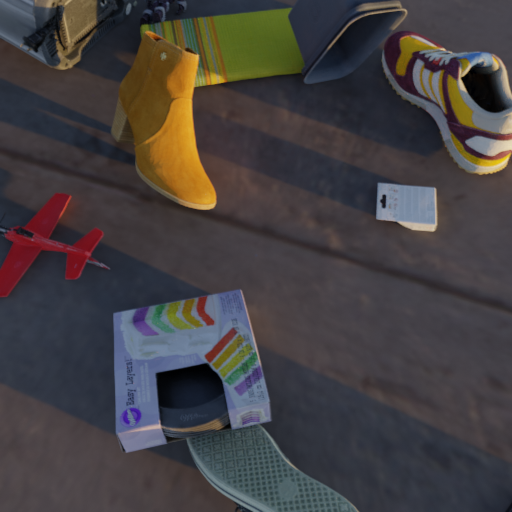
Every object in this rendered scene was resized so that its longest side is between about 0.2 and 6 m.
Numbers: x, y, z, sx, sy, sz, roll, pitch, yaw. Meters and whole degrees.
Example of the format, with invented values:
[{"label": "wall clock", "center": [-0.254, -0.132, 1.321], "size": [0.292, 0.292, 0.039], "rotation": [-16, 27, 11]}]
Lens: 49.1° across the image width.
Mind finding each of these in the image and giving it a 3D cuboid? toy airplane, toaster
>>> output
[{"label": "toy airplane", "center": [-3.194, -0.151, 8.549], "size": [2.019, 0.371, 2.019], "rotation": [0, 61, 1]}, {"label": "toaster", "center": [-3.910, -5.036, 10.457], "size": [2.166, 1.906, 3.354], "rotation": [28, 62, 8]}]

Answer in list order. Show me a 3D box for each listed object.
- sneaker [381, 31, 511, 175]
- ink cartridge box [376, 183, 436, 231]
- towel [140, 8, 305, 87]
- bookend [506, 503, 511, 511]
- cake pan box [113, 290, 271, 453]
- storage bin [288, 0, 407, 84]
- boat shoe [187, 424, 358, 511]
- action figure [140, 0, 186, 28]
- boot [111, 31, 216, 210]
[{"label": "sneaker", "center": [3.409, -3.095, 9.618], "size": [1.288, 1.549, 3.437], "rotation": [-22, 62, -13]}, {"label": "ink cartridge box", "center": [2.418, -0.793, 9.042], "size": [0.934, 0.267, 0.759], "rotation": [4, 59, 10]}, {"label": "towel", "center": [-0.221, -4.042, 10.946], "size": [3.924, 0.354, 1.689], "rotation": [-9, 65, -7]}, {"label": "bookend", "center": [3.542, 3.195, 5.894], "size": [1.487, 1.497, 0.689], "rotation": [41, 67, 20]}, {"label": "cake pan box", "center": [-0.884, 1.437, 7.250], "size": [1.852, 0.526, 2.011], "rotation": [-11, 44, -4]}, {"label": "storage bin", "center": [1.496, -4.179, 9.767], "size": [1.438, 1.976, 1.327], "rotation": [-19, 83, -27]}, {"label": "boat shoe", "center": [0.128, 2.727, 6.595], "size": [2.521, 0.785, 0.940], "rotation": [27, 48, 32]}, {"label": "action figure", "center": [-1.944, -5.153, 11.517], "size": [0.890, 0.475, 1.368], "rotation": [10, 56, 14]}, {"label": "boot", "center": [-1.290, -2.206, 8.822], "size": [0.966, 1.966, 2.746], "rotation": [-10, 46, -49]}]
